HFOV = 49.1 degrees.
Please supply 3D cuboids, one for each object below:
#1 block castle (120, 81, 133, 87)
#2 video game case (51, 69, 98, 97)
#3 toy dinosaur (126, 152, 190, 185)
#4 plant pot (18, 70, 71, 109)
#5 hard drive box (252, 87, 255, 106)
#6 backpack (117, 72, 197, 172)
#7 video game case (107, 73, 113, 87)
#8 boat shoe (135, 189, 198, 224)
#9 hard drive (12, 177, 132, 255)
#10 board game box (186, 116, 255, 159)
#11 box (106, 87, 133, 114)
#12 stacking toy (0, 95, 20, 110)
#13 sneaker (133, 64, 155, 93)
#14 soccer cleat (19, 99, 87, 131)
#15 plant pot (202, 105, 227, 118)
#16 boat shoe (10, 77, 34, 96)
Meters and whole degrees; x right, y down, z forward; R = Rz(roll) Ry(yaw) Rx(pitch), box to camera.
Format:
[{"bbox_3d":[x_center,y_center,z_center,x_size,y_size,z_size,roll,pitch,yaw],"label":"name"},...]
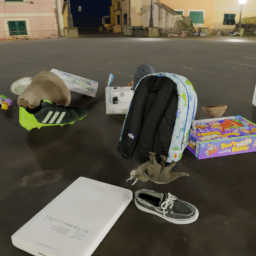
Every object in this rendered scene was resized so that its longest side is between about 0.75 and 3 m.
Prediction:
[{"bbox_3d":[0.603,-1.944,14.791,2.000,0.938,1.336,-10,24,-21],"label":"block castle"},{"bbox_3d":[-3.181,-2.641,16.090,2.892,0.318,2.636,16,20,-10],"label":"video game case"},{"bbox_3d":[0.672,0.971,6.296,1.355,0.693,0.522,14,10,-14],"label":"toy dinosaur"},{"bbox_3d":[-3.864,-1.311,12.461,1.975,1.975,1.714,15,43,31],"label":"plant pot"},{"bbox_3d":[6.841,-1.671,12.449,1.116,2.265,2.906,0,24,-1],"label":"hard drive box"},{"bbox_3d":[0.902,-0.294,7.987,1.988,2.586,2.109,-17,28,-39],"label":"backpack"},{"bbox_3d":[-1.038,-2.420,15.598,0.101,1.134,0.812,12,17,-14],"label":"video game case"},{"bbox_3d":[0.863,1.729,6.412,1.482,0.506,0.547,16,52,21],"label":"boat shoe"},{"bbox_3d":[-1.114,1.980,6.323,1.581,0.320,2.397,10,26,23],"label":"hard drive"},{"bbox_3d":[3.329,0.264,9.998,2.716,0.608,1.826,-6,24,-14],"label":"board game box"},{"bbox_3d":[-0.018,-1.288,12.952,2.008,1.171,0.604,0,23,-3],"label":"box"},{"bbox_3d":[-6.291,-1.400,14.209,1.713,0.403,1.292,9,25,23],"label":"stacking toy"},{"bbox_3d":[0.858,-1.223,10.637,0.950,2.709,1.111,22,40,34],"label":"sneaker"},{"bbox_3d":[-3.013,-0.648,11.489,2.763,1.120,0.933,-11,25,-25],"label":"soccer cleat"},{"bbox_3d":[3.813,-0.722,12.340,1.041,0.480,1.041,-6,7,1],"label":"plant pot"},{"bbox_3d":[-4.997,-2.333,15.567,2.808,1.049,0.960,-16,22,-35],"label":"boat shoe"}]
